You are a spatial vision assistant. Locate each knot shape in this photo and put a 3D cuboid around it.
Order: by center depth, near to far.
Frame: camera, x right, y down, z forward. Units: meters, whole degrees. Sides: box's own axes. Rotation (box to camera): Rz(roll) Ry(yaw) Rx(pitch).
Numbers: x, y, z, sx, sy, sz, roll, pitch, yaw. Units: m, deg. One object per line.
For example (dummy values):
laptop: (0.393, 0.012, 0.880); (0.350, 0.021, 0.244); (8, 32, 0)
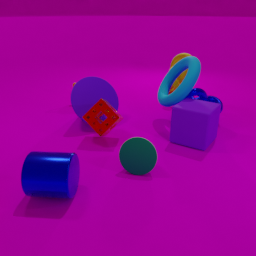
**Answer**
knot shape: (2.226, -0.862, 9.471); (1.656, 0.765, 1.550); (13, 0, -19)
knot shape: (2.065, -2.175, 11.357); (0.875, 1.772, 1.893); (17, 3, 4)

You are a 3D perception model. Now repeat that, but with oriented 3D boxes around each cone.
cone: (0.319, 0.606, 6.891); (0.896, 0.896, 0.900); (5, 7, 12)
cone: (-1.352, -0.712, 9.474); (1.590, 1.590, 1.596); (-14, -5, -28)

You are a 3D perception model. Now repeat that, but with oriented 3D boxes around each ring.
ring: (1.587, -1.473, 8.879); (0.363, 1.814, 1.814); (31, 16, -20)

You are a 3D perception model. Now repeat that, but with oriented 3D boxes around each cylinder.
cylinder: (-1.547, 0.948, 5.724); (0.926, 0.926, 0.926); (2, 24, 5)

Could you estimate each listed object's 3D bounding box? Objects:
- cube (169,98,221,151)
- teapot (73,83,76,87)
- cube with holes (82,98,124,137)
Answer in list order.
cube: (1.911, -0.146, 7.968); (1.067, 1.067, 1.067); (15, 27, 30)
teapot: (-1.476, -1.419, 11.003); (1.468, 0.719, 0.913); (20, 30, -7)
cube with holes: (-0.697, -0.294, 8.008); (0.751, 0.751, 0.751); (46, 6, 4)
